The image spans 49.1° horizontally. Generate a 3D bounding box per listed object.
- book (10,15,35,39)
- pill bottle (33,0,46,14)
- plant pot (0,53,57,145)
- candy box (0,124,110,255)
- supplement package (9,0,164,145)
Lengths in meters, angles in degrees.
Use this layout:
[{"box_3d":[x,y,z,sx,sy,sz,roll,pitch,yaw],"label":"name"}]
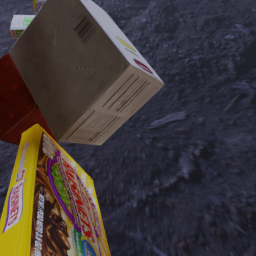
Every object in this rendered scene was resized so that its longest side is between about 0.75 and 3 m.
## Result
[{"box_3d":[-2.234,-2.829,7.949,1.945,0.467,1.299,-6,34,-13],"label":"book"},{"box_3d":[-2.193,-3.157,7.417,0.574,0.574,1.032,-16,42,-12],"label":"pill bottle"},{"box_3d":[-1.857,-0.560,5.361,1.622,1.430,1.623,-35,82,22],"label":"plant pot"},{"box_3d":[-0.711,0.937,3.057,0.345,1.337,2.615,-35,26,1],"label":"candy box"},{"box_3d":[-0.592,-0.816,3.760,1.289,0.918,1.655,-43,66,19],"label":"supplement package"}]
